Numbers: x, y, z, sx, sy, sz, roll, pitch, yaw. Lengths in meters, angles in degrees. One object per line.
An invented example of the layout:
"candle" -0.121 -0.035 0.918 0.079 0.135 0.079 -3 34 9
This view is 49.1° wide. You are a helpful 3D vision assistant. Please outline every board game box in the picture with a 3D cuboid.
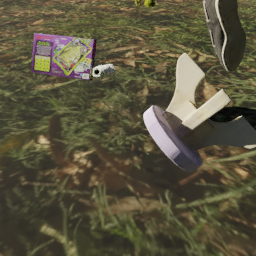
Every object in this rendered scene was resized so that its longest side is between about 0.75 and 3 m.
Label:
"board game box" -1.873 -2.061 8.089 1.903 1.142 0.307 11 14 15

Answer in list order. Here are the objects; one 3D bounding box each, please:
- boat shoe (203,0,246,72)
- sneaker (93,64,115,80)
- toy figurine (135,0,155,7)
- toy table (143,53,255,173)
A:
"boat shoe" 2.806 -2.863 8.164 0.889 2.658 0.757 -34 43 -3
"sneaker" -0.810 -1.579 7.822 0.473 0.415 1.181 -11 8 -26
"toy figurine" 0.556 -4.470 8.818 0.694 0.788 1.315 4 47 -7
"toy table" 1.109 -0.160 4.619 1.842 1.173 2.004 47 15 -5
